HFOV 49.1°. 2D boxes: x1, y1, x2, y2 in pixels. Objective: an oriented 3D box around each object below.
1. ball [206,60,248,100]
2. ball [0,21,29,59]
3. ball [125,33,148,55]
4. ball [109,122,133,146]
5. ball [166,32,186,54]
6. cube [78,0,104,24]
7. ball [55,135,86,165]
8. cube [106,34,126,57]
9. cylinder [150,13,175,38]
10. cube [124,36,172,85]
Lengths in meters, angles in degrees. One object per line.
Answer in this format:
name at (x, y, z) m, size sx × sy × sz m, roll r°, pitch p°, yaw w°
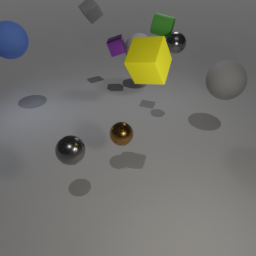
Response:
ball at (3.485, -1.699, 9.947) m, size 1.400 × 1.400 × 1.400 m, roll 0°, pitch 31°, yaw 0°
ball at (-4.513, -3.335, 10.641) m, size 1.400 × 1.400 × 1.400 m, roll 0°, pitch 31°, yaw 0°
ball at (0.525, -3.915, 13.722) m, size 1.400 × 1.400 × 1.400 m, roll 0°, pitch 31°, yaw 0°
ball at (-0.191, 0.169, 8.158) m, size 0.700 × 0.700 × 0.700 m, roll 0°, pitch 31°, yaw 0°
ball at (1.594, -2.847, 9.368) m, size 0.700 × 0.700 × 0.700 m, roll 0°, pitch 31°, yaw 0°
cube at (-1.657, -5.258, 12.523) m, size 0.700 × 0.700 × 0.700 m, roll -40°, pitch 64°, yaw 3°
ball at (-1.348, 0.518, 6.560) m, size 0.700 × 0.700 × 0.700 m, roll 0°, pitch 31°, yaw 0°
cube at (-0.519, -3.793, 12.882) m, size 0.700 × 0.700 × 0.700 m, roll -15°, pitch 31°, yaw 12°
cylinder at (1.216, -3.571, 9.763) m, size 0.700 × 0.700 × 0.700 m, roll 18°, pitch 34°, yaw 8°
cube at (0.430, -1.390, 5.807) m, size 0.700 × 0.700 × 0.700 m, roll 6°, pitch 65°, yaw 26°
